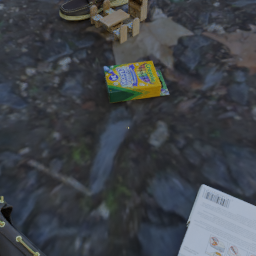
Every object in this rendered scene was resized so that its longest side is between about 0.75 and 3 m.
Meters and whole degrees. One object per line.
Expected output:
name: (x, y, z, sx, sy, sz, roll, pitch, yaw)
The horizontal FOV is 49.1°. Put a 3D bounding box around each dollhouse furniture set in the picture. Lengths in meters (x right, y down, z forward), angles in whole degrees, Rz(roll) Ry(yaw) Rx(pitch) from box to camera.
dollhouse furniture set: (-0.178, -3.875, 9.173, 1.662, 1.082, 1.527, -36, 61, -23)

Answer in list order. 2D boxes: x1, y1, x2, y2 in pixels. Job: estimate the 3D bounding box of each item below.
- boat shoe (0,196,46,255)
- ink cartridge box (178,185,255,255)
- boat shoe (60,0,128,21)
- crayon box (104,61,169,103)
boat shoe: (-2.470, 1.756, 5.234, 0.761, 0.901, 2.528, -36, 69, -25)
ink cartridge box: (2.011, 2.163, 5.198, 1.898, 0.413, 1.647, 22, 58, 15)
boat shoe: (-1.129, -4.656, 9.826, 2.888, 0.936, 1.057, -31, 60, -21)
crayon box: (0.226, -1.304, 7.687, 1.664, 0.429, 1.046, -8, 53, -8)
